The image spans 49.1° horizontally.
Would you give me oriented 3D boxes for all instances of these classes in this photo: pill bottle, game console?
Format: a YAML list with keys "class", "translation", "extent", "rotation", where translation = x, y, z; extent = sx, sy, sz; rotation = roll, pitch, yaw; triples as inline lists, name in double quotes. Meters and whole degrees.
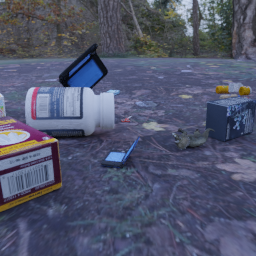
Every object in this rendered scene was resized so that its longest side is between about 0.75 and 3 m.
- class: "pill bottle"
  translation: [-1.982, -0.583, 10.050]
  extent: [2.928, 1.751, 1.751]
  rotation: [-1, 18, -5]
- class: "game console"
  translation: [-1.547, -1.993, 10.290]
  extent: [1.797, 1.046, 1.581]
  rotation: [-46, 9, -10]
- class: "game console"
  translation: [-0.203, 0.644, 8.070]
  extent: [0.928, 0.643, 1.088]
  rotation: [5, 18, 11]

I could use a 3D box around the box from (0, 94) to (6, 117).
- class: "box"
  translation: [-6.324, -0.868, 12.095]
  extent: [1.805, 1.015, 0.915]
  rotation: [-11, 20, -30]

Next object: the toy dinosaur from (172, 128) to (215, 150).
- class: "toy dinosaur"
  translation: [2.126, 0.374, 9.219]
  extent: [1.704, 0.656, 0.871]
  rotation: [1, 29, -16]

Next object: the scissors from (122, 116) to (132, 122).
- class: "scissors"
  translation: [-0.047, -0.411, 12.240]
  extent: [0.355, 0.068, 0.971]
  rotation: [1, 19, 8]

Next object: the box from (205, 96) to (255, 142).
- class: "box"
  translation: [3.721, -0.377, 10.167]
  extent: [1.716, 1.274, 0.919]
  rotation: [-13, 22, -32]

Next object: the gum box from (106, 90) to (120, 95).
- class: "gum box"
  translation: [-0.958, -2.239, 17.713]
  extent: [0.648, 0.170, 0.762]
  rotation: [6, 19, 17]

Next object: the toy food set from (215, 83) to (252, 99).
- class: "toy food set"
  translation: [5.510, -1.623, 13.991]
  extent: [1.128, 1.197, 2.507]
  rotation: [-3, 5, -13]

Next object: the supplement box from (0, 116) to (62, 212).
- class: "supplement box"
  translation: [-3.097, 0.677, 6.939]
  extent: [1.610, 1.250, 2.918]
  rotation: [-16, 24, -41]
